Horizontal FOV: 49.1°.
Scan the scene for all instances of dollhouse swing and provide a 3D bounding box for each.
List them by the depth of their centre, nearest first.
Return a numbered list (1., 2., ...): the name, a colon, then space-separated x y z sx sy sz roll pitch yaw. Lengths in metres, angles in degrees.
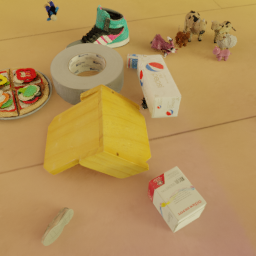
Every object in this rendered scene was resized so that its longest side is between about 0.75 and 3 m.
1. dollhouse swing: -0.961 0.412 8.639 2.307 2.231 2.538 26 40 -34

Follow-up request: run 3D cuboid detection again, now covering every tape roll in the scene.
1. tape roll: -1.469 -2.026 10.368 2.633 0.870 2.633 0 51 0

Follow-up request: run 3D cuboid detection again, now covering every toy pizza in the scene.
1. toy pizza: -4.135 -1.403 10.041 2.722 0.431 2.722 2 50 -3

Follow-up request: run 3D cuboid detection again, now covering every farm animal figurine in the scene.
1. farm animal figurine: 3.389 -4.078 11.807 2.491 1.253 2.011 22 54 17

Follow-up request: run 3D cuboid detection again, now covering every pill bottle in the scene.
1. pill bottle: 0.471 -2.612 11.059 1.000 0.561 0.561 7 51 4

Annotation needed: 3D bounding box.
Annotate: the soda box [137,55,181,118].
1. soda box: 0.977 -1.509 9.594 0.899 0.840 2.640 -5 43 -8

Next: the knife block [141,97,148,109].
1. knife block: 0.921 -0.880 9.808 0.874 0.280 0.767 19 53 15

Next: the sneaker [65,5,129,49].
1. sneaker: -1.252 -3.987 11.397 2.924 1.766 1.223 -25 55 -19

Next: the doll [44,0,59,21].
1. doll: -3.298 -4.989 12.075 0.890 0.316 1.304 -44 53 22

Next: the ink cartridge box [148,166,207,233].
1. ink cartridge box: 1.215 1.829 7.177 0.892 0.888 1.228 -24 55 -19

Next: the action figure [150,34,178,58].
1. action figure: 1.564 -3.417 11.828 1.226 0.821 0.913 30 15 10

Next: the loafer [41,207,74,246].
1. loafer: -1.817 2.456 7.055 0.337 0.386 1.073 12 43 32
